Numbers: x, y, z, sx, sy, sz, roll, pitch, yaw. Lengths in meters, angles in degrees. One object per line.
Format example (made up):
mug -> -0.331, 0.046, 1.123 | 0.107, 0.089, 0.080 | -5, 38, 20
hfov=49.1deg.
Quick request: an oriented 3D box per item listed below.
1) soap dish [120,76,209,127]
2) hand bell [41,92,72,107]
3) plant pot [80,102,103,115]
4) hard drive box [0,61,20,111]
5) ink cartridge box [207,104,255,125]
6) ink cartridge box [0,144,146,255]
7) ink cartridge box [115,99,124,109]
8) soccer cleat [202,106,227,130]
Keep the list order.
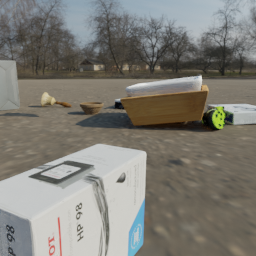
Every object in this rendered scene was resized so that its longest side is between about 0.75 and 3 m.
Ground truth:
soap dish -> 1.144, -0.787, 7.754 | 2.076, 1.072, 2.639 | -5, 10, 15
hand bell -> -2.773, -0.997, 11.041 | 1.145, 0.596, 0.596 | 13, 13, 5
plant pot -> -1.208, -0.653, 9.354 | 0.784, 0.362, 0.784 | -1, 12, 0
hard drive box -> -5.188, -1.675, 10.803 | 2.287, 1.782, 0.878 | 10, 15, 41
ink cartridge box -> 3.570, -0.451, 8.332 | 1.850, 0.376, 1.847 | -1, 12, -7
ink cartridge box -> -0.410, 0.680, 1.730 | 0.480, 0.834, 1.440 | 8, 15, 28
ink cartridge box -> 0.265, -1.039, 11.208 | 0.964, 0.380, 1.939 | 4, 14, 21
soccer cleat -> 2.161, -0.228, 7.213 | 0.622, 0.519, 1.536 | -18, 5, 26
